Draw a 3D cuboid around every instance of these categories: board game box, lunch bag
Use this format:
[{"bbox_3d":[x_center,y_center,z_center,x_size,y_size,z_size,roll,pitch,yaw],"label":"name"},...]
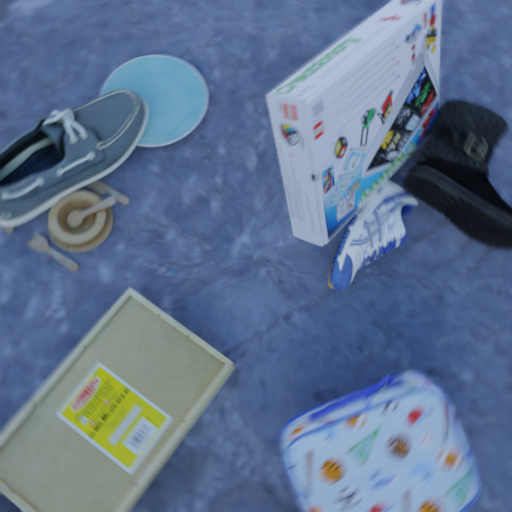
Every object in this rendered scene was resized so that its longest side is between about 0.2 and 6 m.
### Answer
[{"bbox_3d":[1.622,-2.077,8.135,0.618,2.253,3.569,22,52,34],"label":"board game box"},{"bbox_3d":[1.592,2.598,7.300,2.372,0.896,1.901,-23,91,1],"label":"lunch bag"}]

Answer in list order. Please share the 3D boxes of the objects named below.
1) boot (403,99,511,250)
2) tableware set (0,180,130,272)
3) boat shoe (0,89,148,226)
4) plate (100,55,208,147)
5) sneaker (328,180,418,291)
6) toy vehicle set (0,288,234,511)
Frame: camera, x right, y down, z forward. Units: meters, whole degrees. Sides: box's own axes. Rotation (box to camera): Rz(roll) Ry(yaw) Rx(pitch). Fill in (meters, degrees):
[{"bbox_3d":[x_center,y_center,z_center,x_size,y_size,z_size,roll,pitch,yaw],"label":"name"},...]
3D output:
[{"bbox_3d":[3.558,-1.296,8.785,2.244,0.844,1.677,35,72,-5],"label":"boot"},{"bbox_3d":[-3.432,-0.960,9.142,2.384,0.478,1.576,30,73,10],"label":"tableware set"},{"bbox_3d":[-3.012,-1.731,8.875,3.151,0.974,1.147,-42,76,-16],"label":"boat shoe"},{"bbox_3d":[-1.801,-2.709,9.900,1.898,0.242,1.898,0,71,0],"label":"plate"},{"bbox_3d":[1.848,-0.300,8.695,0.943,0.805,2.139,27,68,6],"label":"sneaker"},{"bbox_3d":[-2.042,2.247,7.925,1.980,0.422,3.187,35,71,12],"label":"toy vehicle set"}]
